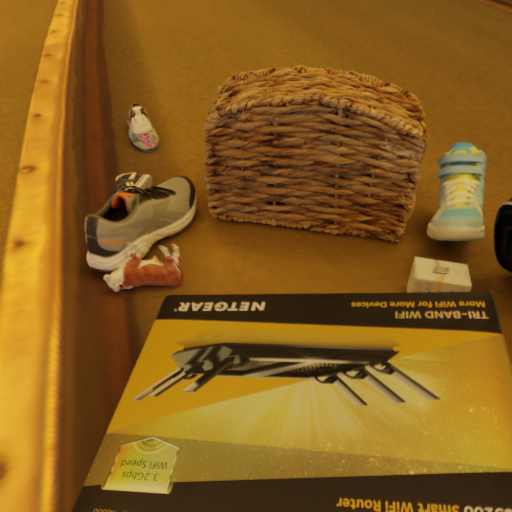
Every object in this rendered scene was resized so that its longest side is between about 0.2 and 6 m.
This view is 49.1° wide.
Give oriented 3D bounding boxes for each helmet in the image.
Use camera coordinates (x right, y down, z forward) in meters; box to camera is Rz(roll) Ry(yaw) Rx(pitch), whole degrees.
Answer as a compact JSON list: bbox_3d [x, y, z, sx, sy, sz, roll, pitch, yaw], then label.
[{"bbox_3d":[5.522,-0.179,8.615,2.875,3.016,3.016,-17,38,5],"label":"helmet"}]

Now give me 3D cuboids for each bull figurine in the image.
[{"bbox_3d":[-1.928,0.209,9.676,1.358,0.824,0.442,1,8,-10],"label":"bull figurine"}]

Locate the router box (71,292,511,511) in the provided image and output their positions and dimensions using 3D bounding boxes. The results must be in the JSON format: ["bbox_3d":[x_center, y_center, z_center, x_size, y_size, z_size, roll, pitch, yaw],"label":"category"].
[{"bbox_3d":[0.628,1.970,6.468,4.458,1.164,3.505,-2,37,13],"label":"router box"}]

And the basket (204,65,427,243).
[{"bbox_3d":[1.217,-2.458,11.254,4.103,2.928,3.057,8,40,10],"label":"basket"}]

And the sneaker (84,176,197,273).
[{"bbox_3d":[-2.086,-0.872,10.625,1.102,1.182,2.982,12,36,24],"label":"sneaker"}]

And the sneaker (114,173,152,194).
[{"bbox_3d":[-2.702,-1.291,11.668,0.610,0.603,1.537,11,28,6],"label":"sneaker"}]

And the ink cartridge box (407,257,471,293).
[{"bbox_3d":[2.996,0.501,9.263,0.892,0.648,0.645,9,35,9],"label":"ink cartridge box"}]

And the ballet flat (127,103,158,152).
[{"bbox_3d":[-2.951,-3.349,14.222,0.679,0.699,1.963,-14,40,-12],"label":"ballet flat"}]

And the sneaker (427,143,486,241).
[{"bbox_3d":[3.661,-1.196,10.175,0.995,1.633,2.502,2,15,19],"label":"sneaker"}]
